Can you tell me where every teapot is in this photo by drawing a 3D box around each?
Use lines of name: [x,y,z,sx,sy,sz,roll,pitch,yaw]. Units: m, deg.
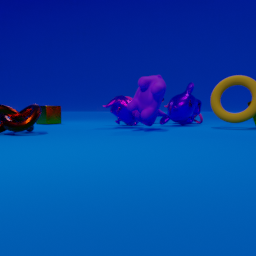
teapot: [2.287,-0.736,11.594,1.199,0.944,1.928,-25,45,-38]
teapot: [-0.147,-0.509,8.731,1.047,0.825,1.685,34,-1,43]

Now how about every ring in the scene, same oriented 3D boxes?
ring: [3.200,-0.858,8.311,1.476,1.476,0.295,2,-12,30]

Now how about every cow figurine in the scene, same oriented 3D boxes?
cow figurine: [0.626,-0.755,7.762,0.883,1.608,1.582,32,28,16]

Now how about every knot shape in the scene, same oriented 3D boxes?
knot shape: [-2.711,-0.209,6.687,1.401,0.647,1.311,-4,-1,-6]

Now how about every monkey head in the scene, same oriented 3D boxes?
monkey head: [1.892,-0.803,10.039,1.100,1.826,1.314,26,22,-29]

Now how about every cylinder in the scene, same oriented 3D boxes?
cylinder: [0.028,-0.625,10.235,0.822,0.822,0.822,-2,28,-25]

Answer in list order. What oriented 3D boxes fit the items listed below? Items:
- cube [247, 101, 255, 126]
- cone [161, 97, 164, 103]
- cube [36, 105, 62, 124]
cube: [4.212,-0.518,8.313,0.816,0.816,0.816,1,-22,-43]
cone: [0.741,-0.998,11.743,1.139,1.143,1.139,23,29,-14]
cube: [-3.202,-0.528,11.299,0.733,0.733,0.733,2,4,39]
